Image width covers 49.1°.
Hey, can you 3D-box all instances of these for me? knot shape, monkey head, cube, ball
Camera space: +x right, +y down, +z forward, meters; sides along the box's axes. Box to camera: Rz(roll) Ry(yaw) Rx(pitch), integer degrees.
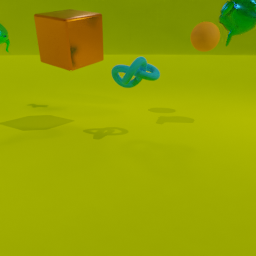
[{"bbox_3d":[0.108,-1.393,7.250,1.175,0.580,1.255,-11,0,37],"label":"knot shape"},{"bbox_3d":[3.122,-3.142,7.821,1.047,1.737,1.250,46,37,4],"label":"monkey head"},{"bbox_3d":[-1.619,-2.519,7.893,1.329,1.329,1.329,22,36,32],"label":"cube"},{"bbox_3d":[2.618,-3.097,9.518,0.968,0.968,0.968,0,16,0],"label":"ball"}]

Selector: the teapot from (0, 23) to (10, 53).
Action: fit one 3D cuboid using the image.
[{"bbox_3d":[-4.473,-3.122,9.372,0.711,1.452,0.903,-39,36,17],"label":"teapot"}]
